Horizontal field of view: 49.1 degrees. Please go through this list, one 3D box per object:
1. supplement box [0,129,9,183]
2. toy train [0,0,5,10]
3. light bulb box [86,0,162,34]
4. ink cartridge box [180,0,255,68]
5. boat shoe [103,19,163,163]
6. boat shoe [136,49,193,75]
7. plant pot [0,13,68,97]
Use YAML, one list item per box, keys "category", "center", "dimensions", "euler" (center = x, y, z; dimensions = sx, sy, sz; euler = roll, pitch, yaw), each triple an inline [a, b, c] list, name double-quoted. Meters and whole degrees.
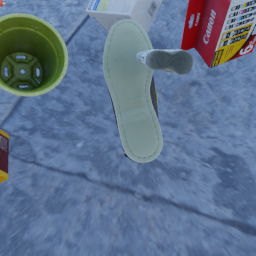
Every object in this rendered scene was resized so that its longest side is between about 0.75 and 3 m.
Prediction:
- category: "supplement box"
  center: [-2.321, 0.466, 4.183]
  dimensions: [0.850, 0.572, 0.862]
  euler: [-26, 51, 10]
- category: "toy train"
  center: [-3.311, -2.799, 6.838]
  dimensions: [0.591, 0.219, 0.787]
  euler: [3, 81, 30]
- category: "light bulb box"
  center: [-0.035, -3.167, 6.931]
  dimensions: [1.420, 0.886, 1.408]
  euler: [21, 84, 34]
- category: "ink cartridge box"
  center: [1.900, -2.060, 5.468]
  dimensions: [1.481, 1.687, 0.708]
  euler: [-22, 62, -9]
- category: "boat shoe"
  center: [0.078, -0.682, 5.405]
  dimensions: [0.972, 0.821, 2.727]
  euler: [-7, 81, -1]
- category: "boat shoe"
  center: [0.626, -1.073, 4.448]
  dimensions: [1.060, 0.391, 0.340]
  euler: [-6, 25, -36]
- category: "plant pot"
  center: [-1.814, -1.111, 4.916]
  dimensions: [1.302, 1.237, 1.302]
  euler: [1, 87, -23]
